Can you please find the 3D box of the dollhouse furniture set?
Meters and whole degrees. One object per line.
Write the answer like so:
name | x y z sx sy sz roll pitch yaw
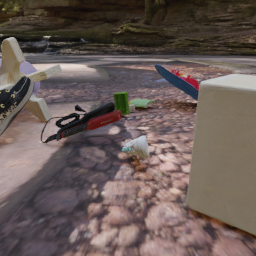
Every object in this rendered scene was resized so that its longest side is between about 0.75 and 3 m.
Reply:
dollhouse furniture set | 0.152 -1.045 10.173 0.965 0.746 1.932 1 16 30

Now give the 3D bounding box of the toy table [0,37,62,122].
toy table | -3.566 -1.333 8.876 1.683 2.642 2.874 -4 37 37

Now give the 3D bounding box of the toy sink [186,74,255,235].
toy sink | 2.554 0.423 3.771 2.977 1.941 1.668 14 21 35

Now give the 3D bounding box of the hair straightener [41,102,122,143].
hair straightener | -1.277 -0.186 7.314 2.143 0.439 0.825 -25 53 -12

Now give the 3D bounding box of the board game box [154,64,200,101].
board game box | 2.183 -1.857 10.822 2.565 0.499 2.026 38 3 24

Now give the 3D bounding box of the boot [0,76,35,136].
boot | -3.501 -0.886 6.947 0.830 1.707 2.267 -10 45 43

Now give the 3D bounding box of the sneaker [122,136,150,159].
sneaker | 0.141 0.420 5.726 0.535 0.455 1.210 -8 -4 -2
